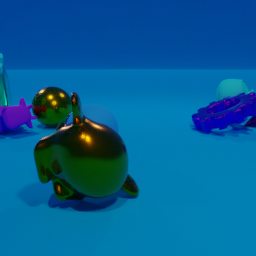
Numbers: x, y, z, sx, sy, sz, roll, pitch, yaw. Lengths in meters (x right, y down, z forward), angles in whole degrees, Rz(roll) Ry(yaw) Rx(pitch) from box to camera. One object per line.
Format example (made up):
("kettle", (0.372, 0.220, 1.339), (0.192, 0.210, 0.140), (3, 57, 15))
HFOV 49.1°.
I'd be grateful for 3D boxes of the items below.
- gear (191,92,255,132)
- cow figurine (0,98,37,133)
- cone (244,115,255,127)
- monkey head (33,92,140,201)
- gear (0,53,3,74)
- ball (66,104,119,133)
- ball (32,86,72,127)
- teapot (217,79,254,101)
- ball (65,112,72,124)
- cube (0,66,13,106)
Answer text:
("gear", (2.523, -0.431, 7.275), (1.709, 0.316, 1.709), (-24, 12, 5))
("cow figurine", (-2.898, -0.276, 6.911), (1.378, 0.769, 1.401), (-15, 11, -4))
("cone", (3.736, -0.291, 7.614), (1.192, 1.188, 1.188), (-24, 7, 16))
("monkey head", (-0.507, 0.275, 3.448), (0.999, 1.658, 1.193), (-23, 35, 10))
("gear", (-3.210, -1.392, 5.776), (1.150, 1.150, 0.213), (-7, -29, -27))
("ball", (-0.658, 0.042, 5.183), (0.970, 0.970, 0.970), (0, 13, 0))
("ball", (-2.043, -0.576, 7.600), (1.092, 1.092, 1.092), (0, 13, 0))
("teapot", (3.351, -0.912, 8.609), (1.001, 1.271, 2.044), (-16, 22, 35))
("ball", (-0.997, -0.060, 6.138), (0.752, 0.752, 0.752), (0, 13, 0))
("cube", (-4.124, -1.015, 7.972), (1.346, 1.346, 1.346), (-10, -5, -17))
